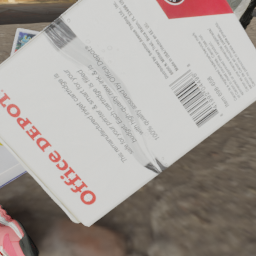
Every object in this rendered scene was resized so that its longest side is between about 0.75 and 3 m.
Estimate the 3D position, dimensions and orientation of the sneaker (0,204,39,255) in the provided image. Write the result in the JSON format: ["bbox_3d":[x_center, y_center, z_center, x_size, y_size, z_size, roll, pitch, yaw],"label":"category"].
[{"bbox_3d":[-2.158,1.859,4.608,1.834,0.676,0.795,18,45,39],"label":"sneaker"}]

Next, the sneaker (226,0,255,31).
[{"bbox_3d":[2.006,-2.380,4.911,0.714,1.932,0.766,-30,73,-27],"label":"sneaker"}]

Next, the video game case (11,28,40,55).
[{"bbox_3d":[-1.257,-0.833,4.799,1.652,1.505,0.190,12,-4,3],"label":"video game case"}]

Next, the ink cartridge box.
[{"bbox_3d":[-0.073,-0.512,3.539,2.824,2.038,1.182,-38,13,2],"label":"ink cartridge box"}]

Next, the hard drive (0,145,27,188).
[{"bbox_3d":[-3.457,0.499,7.133,2.712,0.344,1.789,19,35,30],"label":"hard drive"}]

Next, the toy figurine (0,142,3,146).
[{"bbox_3d":[-1.529,-0.046,7.009,2.944,1.553,1.764,14,4,13],"label":"toy figurine"}]
